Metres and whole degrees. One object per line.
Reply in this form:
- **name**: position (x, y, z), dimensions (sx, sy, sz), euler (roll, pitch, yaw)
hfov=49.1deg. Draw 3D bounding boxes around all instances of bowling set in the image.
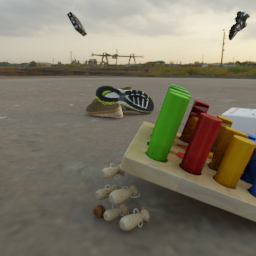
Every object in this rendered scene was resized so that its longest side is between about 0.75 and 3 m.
- **bowling set**: position (-0.183, 1.052, 4.174), dimensions (0.526, 0.980, 0.682), euler (-7, -19, -45)

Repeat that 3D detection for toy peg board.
- **toy peg board**: position (1.442, 0.191, 4.828), dimensions (2.522, 1.239, 2.533), euler (20, 16, 5)

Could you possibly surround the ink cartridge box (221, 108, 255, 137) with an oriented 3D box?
- **ink cartridge box**: position (3.861, 0.027, 7.921), dimensions (2.169, 0.931, 1.588), euler (9, 15, 29)

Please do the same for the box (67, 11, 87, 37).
- **box**: position (-2.361, -4.829, 13.074), dimensions (0.235, 0.863, 1.077), euler (-29, -4, 11)

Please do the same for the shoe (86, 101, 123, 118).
- **shoe**: position (-1.064, -0.730, 12.319), dimensions (2.078, 0.555, 0.726), euler (7, 54, 41)

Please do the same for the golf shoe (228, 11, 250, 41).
- **golf shoe**: position (4.479, -4.051, 11.284), dimensions (0.582, 1.232, 0.479), euler (7, 48, -7)

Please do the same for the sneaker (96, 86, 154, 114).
- **sneaker**: position (-0.144, -1.212, 13.135), dimensions (2.774, 1.025, 1.123), euler (14, -22, -3)

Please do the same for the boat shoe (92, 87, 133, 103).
- **boat shoe**: position (-0.782, -1.462, 14.753), dimensions (2.485, 0.779, 0.911), euler (-10, 32, 29)
